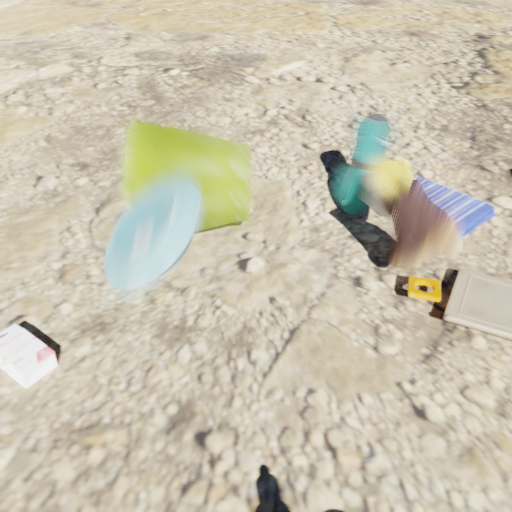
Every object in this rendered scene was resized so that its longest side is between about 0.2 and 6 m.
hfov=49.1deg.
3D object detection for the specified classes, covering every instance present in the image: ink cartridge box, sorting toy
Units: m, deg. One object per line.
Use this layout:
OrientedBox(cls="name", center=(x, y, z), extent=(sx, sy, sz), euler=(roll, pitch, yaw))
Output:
OrientedBox(cls="ink cartridge box", center=(-3.624, 1.518, 8.612), extent=(1.023, 0.345, 0.596), euler=(26, 44, 29))
OrientedBox(cls="sorting toy", center=(4.049, 0.915, 9.417), extent=(3.032, 0.413, 1.707), euler=(17, 35, 21))

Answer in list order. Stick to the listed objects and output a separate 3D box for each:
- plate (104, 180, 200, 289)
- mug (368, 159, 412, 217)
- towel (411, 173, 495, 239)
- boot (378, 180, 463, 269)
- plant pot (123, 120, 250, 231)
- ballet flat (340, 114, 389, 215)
OrientedBox(cls="plate", center=(-1.514, -0.369, 7.694), extent=(1.766, 0.226, 1.766), euler=(-22, 47, 26))
OrientedBox(cls="mug", center=(2.413, -1.245, 10.338), extent=(0.813, 1.015, 0.834), euler=(3, 55, 22))
OrientedBox(cls="towel", center=(3.834, -1.088, 12.342), extent=(1.673, 0.276, 2.311), euler=(-29, 43, -30))
OrientedBox(cls="boot", center=(2.480, -0.522, 9.295), extent=(0.605, 1.390, 1.672), euler=(-45, 11, -28))
OrientedBox(cls="plant pot", center=(-1.186, -1.388, 10.573), extent=(2.162, 2.245, 2.245), euler=(1, 36, -1))
OrientedBox(cls="ballet flat", center=(2.322, -1.934, 11.747), extent=(0.817, 2.235, 0.817), euler=(6, 34, -4))
